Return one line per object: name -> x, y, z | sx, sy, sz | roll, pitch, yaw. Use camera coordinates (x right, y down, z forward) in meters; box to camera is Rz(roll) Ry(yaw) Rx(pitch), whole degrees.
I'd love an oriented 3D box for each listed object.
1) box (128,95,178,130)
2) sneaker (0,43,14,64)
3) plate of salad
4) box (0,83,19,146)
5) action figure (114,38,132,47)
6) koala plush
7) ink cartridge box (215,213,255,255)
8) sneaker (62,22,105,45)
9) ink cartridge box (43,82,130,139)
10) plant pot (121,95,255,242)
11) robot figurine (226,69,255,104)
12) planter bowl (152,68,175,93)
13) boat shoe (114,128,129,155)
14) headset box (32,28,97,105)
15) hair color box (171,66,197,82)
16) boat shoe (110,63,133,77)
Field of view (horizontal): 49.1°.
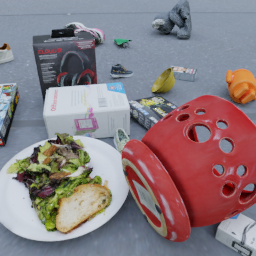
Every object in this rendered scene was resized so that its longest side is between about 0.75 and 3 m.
box -> 0.910, -0.411, 8.355 | 1.322, 0.403, 1.640 | -16, 37, -29
sneaker -> -5.998, -3.089, 11.915 | 0.787, 0.915, 2.162 | 25, 43, 29
plate of salad -> -1.352, 0.958, 5.777 | 2.808, 0.674, 2.808 | 0, 38, 0
box -> -4.449, -0.414, 8.267 | 1.971, 0.574, 2.878 | -6, 35, -8
action figure -> -0.380, -4.392, 14.314 | 0.751, 0.348, 1.272 | -17, 31, -22
koala plush -> 2.385, -6.005, 15.576 | 2.127, 1.955, 1.886 | -3, 32, 18
ink cartridge box -> 2.172, 1.962, 5.001 | 1.017, 0.345, 0.590 | 24, 41, 31
sneaker -> -2.431, -4.781, 14.381 | 2.356, 0.946, 1.017 | 11, 37, 18
ink cartridge box -> -1.170, -0.497, 8.052 | 2.253, 0.954, 1.628 | -5, 35, -7
plant pot -> 1.066, 0.731, 5.076 | 1.986, 2.182, 2.182 | -24, 40, -16
robot figurine -> 3.862, -1.451, 9.508 | 1.120, 0.908, 1.557 | 4, 34, 12
planter bowl -> 1.345, -1.585, 9.912 | 0.441, 1.059, 1.059 | 35, 31, -17
boat shoe -> -0.096, 0.472, 7.135 | 0.460, 0.396, 1.278 | -13, 36, -18
headset box -> -1.926, -1.902, 8.813 | 1.800, 2.421, 0.908 | -8, 35, -13
hair color box -> 2.154, -2.144, 11.039 | 1.049, 0.318, 0.519 | 12, 36, 17
boat shoe -> -0.202, -2.273, 11.012 | 1.039, 0.472, 0.368 | -11, 36, -32
